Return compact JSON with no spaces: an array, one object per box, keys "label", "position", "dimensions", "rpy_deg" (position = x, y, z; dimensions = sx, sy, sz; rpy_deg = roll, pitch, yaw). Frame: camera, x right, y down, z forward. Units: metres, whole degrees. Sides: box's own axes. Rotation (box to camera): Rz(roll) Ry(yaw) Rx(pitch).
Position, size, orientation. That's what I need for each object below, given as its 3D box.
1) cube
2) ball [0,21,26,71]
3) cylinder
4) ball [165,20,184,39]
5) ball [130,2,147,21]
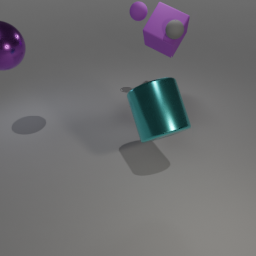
[{"label":"cube","position":[1.591,-4.075,11.777],"dimensions":[1.400,1.400,1.400],"rpy_deg":[30,-3,10]},{"label":"ball","position":[-3.725,-2.387,8.164],"dimensions":[1.400,1.400,1.400],"rpy_deg":[0,31,0]},{"label":"cylinder","position":[0.822,-0.454,7.550],"dimensions":[1.400,1.400,1.400],"rpy_deg":[-17,-6,-2]},{"label":"ball","position":[1.767,-3.726,10.606],"dimensions":[0.700,0.700,0.700],"rpy_deg":[0,31,0]},{"label":"ball","position":[0.409,-4.542,10.910],"dimensions":[0.700,0.700,0.700],"rpy_deg":[0,31,0]}]
